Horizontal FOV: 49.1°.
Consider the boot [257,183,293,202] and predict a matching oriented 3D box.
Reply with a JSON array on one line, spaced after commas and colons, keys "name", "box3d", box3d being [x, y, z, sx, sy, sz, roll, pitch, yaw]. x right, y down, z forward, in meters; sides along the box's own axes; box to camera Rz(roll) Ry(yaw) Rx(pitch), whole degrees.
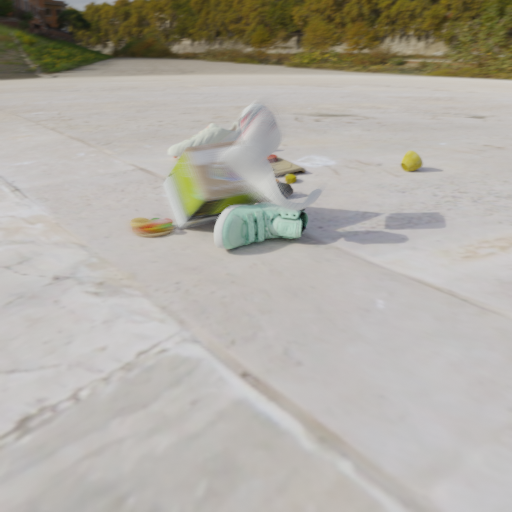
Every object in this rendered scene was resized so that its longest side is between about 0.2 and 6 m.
[{"name": "boot", "box3d": [-0.087, -2.014, 14.683, 2.235, 1.083, 0.835, -5, 23, -13]}]

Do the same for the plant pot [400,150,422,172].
[{"name": "plant pot", "box3d": [4.790, -2.896, 17.493, 0.463, 0.652, 0.652, -38, 34, -12]}]

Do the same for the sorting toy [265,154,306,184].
[{"name": "sorting toy", "box3d": [0.454, -2.701, 17.222, 2.023, 0.363, 2.715, -11, 25, -23]}]

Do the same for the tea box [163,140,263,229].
[{"name": "tea box", "box3d": [-0.867, -1.612, 12.582, 1.800, 1.203, 1.771, -15, -12, -32]}]

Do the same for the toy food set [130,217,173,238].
[{"name": "toy food set", "box3d": [-2.327, -0.664, 12.611, 0.942, 0.231, 0.951, -7, 24, -17]}]

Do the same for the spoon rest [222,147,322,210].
[{"name": "spoon rest", "box3d": [0.270, -1.521, 11.267, 2.143, 0.649, 1.065, 27, -17, -15]}]

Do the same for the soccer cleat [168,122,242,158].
[{"name": "soccer cleat", "box3d": [-1.762, -3.954, 19.217, 2.878, 1.116, 0.997, -17, 28, -33]}]

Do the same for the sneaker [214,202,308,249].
[{"name": "sneaker", "box3d": [0.191, -0.649, 11.733, 1.342, 0.837, 2.276, 11, 24, 33]}]

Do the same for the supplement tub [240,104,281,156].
[{"name": "supplement tub", "box3d": [0.070, -2.651, 11.722, 0.782, 0.782, 1.115, -3, 36, -7]}]
